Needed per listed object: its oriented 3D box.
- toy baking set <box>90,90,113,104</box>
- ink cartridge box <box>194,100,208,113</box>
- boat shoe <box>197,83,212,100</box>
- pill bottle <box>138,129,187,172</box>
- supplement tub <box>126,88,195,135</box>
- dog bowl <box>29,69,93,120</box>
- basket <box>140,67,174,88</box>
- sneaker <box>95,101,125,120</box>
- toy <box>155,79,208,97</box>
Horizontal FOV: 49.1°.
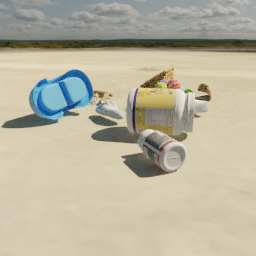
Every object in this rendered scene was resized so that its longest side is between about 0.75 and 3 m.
[{"bbox_3d":[-1.525,-1.326,12.134,2.217,0.258,1.701,12,25,32],"label":"toy baking set"},{"bbox_3d":[1.427,-0.803,10.080,2.008,0.440,2.027,-7,13,-22],"label":"ink cartridge box"},{"bbox_3d":[3.355,-1.629,12.409,0.621,0.589,1.641,1,19,2],"label":"boat shoe"},{"bbox_3d":[0.702,0.444,6.136,0.656,0.656,1.133,-9,21,-24],"label":"pill bottle"},{"bbox_3d":[0.922,-0.460,7.838,1.781,1.295,1.295,3,19,11],"label":"supplement tub"},{"bbox_3d":[-2.237,-1.112,9.420,0.597,1.343,2.409,-10,17,44],"label":"dog bowl"},{"bbox_3d":[1.223,-1.982,12.265,1.304,1.361,1.827,7,21,20],"label":"basket"},{"bbox_3d":[-0.582,-0.643,9.204,0.526,0.510,1.441,31,-9,-41],"label":"sneaker"},{"bbox_3d":[1.471,-1.402,9.972,1.454,0.596,2.526,-16,22,-17],"label":"toy"}]
